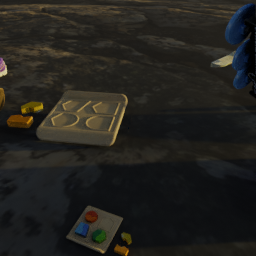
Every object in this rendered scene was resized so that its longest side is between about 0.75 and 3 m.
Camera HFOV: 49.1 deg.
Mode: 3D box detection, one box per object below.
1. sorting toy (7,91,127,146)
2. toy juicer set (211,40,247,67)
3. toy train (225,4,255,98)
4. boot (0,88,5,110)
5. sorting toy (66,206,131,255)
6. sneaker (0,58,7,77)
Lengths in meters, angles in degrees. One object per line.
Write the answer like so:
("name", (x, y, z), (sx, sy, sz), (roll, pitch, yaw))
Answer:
("sorting toy", (-1.589, -0.327, 7.688), (2.901, 0.388, 2.161), (5, 37, 8))
("toy juicer set", (3.225, -1.923, 5.808), (2.834, 0.771, 1.803), (-6, 17, 25))
("toy train", (2.327, -1.206, 4.123), (1.409, 2.467, 1.069), (-42, 57, 4))
("boot", (-4.429, -0.640, 7.876), (1.389, 0.647, 1.796), (3, 34, 5))
("sorting toy", (-0.402, 1.695, 4.657), (1.031, 0.138, 0.768), (13, 35, 20))
("sneaker", (-5.280, -2.093, 10.049), (0.730, 0.756, 1.812), (19, 38, 28))
